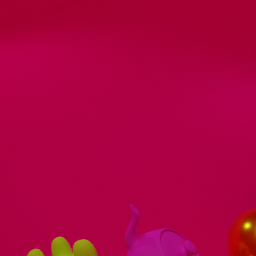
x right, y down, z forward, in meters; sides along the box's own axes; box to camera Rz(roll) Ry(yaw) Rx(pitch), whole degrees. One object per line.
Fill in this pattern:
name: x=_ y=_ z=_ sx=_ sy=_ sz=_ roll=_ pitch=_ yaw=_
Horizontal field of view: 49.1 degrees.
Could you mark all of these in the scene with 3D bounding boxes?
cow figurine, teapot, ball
cow figurine: x=-0.606 y=2.257 z=3.502 sx=0.882 sy=1.581 sz=1.606 roll=-17 pitch=-4 yaw=-38
teapot: x=0.528 y=1.827 z=3.808 sx=1.807 sy=0.885 sz=1.123 roll=42 pitch=19 yaw=7
ball: x=2.022 y=1.730 z=4.063 sx=1.115 sy=1.115 sz=1.115 roll=0 pitch=35 yaw=0
